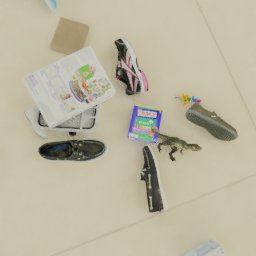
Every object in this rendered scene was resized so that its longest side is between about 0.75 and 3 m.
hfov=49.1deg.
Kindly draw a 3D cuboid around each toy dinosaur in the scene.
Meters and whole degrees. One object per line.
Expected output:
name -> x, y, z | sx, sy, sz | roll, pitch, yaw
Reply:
toy dinosaur -> 1.674, 0.658, 11.019 | 2.301, 0.546, 1.014 | 25, 59, 14

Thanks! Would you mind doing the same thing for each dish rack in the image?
dish rack -> -2.336, -0.809, 11.227 | 2.508, 0.546, 2.153 | 4, 71, 1

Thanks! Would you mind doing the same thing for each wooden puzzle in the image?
wooden puzzle -> -2.484, -3.868, 12.027 | 1.364, 0.275, 1.475 | 17, 86, 3

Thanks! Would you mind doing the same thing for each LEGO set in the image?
LEGO set -> 2.438, -1.084, 11.459 | 1.133, 0.432, 0.465 | 13, 81, 3

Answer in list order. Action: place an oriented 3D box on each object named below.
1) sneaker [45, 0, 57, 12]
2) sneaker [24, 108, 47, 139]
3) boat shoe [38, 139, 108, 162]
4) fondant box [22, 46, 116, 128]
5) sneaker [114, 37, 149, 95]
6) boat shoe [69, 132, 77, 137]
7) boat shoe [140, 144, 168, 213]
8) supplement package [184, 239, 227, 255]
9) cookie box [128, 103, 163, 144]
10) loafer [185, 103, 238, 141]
sneaker -> -3.077, -5.938, 12.066 | 1.097, 0.668, 1.680 | -15, 81, 10
sneaker -> -3.612, -0.220, 11.285 | 0.617, 0.528, 1.417 | -30, 82, -10
boat shoe -> -2.146, 0.900, 10.944 | 2.696, 0.763, 0.925 | -5, 79, 0
fondant box -> -2.173, -1.531, 10.527 | 2.800, 0.816, 2.020 | -29, 87, -11
sneaker -> -0.100, -2.473, 11.415 | 1.082, 1.006, 2.505 | -24, 80, -3
boat shoe -> -2.200, -0.220, 11.352 | 0.430, 0.358, 1.152 | 5, 79, 3
boat shoe -> 0.853, 1.934, 10.716 | 0.776, 0.950, 2.571 | -14, 85, -2
supplement package -> 2.903, 5.125, 10.060 | 1.538, 1.131, 1.471 | -28, 82, -4
cookie box -> 0.684, -0.186, 11.118 | 1.182, 0.519, 1.381 | 11, 82, 2
loafer -> 3.388, -0.289, 11.060 | 2.296, 0.863, 0.800 | 31, 59, -6
